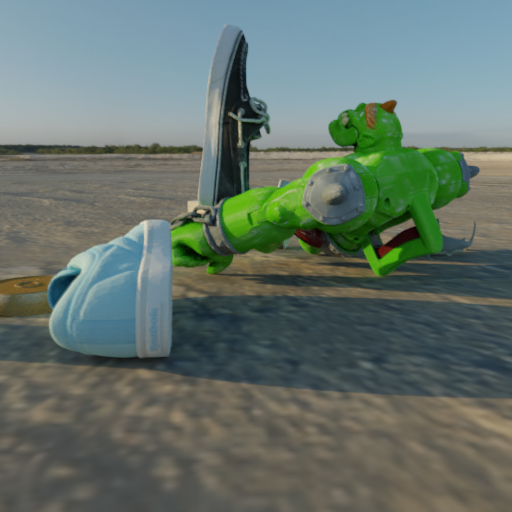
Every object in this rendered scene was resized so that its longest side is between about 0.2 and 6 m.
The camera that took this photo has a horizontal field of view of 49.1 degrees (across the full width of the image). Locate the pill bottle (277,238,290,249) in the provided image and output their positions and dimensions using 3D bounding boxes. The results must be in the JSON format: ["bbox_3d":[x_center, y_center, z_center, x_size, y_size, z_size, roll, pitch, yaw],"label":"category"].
[{"bbox_3d":[0.110,-0.443,10.209,0.973,0.517,0.517,10,13,16],"label":"pill bottle"}]

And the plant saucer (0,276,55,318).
[{"bbox_3d":[-2.634,0.430,6.461,1.289,0.228,1.289,0,10,0],"label":"plant saucer"}]

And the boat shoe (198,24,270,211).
[{"bbox_3d":[-0.238,-1.809,7.670,0.857,2.509,0.926,8,5,4],"label":"boat shoe"}]

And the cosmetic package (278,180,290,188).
[{"bbox_3d":[0.552,-0.793,9.105,0.550,0.547,0.657,15,-23,2],"label":"cosmetic package"}]

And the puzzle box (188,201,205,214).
[{"bbox_3d":[-0.396,-1.404,16.162,2.709,0.344,1.802,8,13,37],"label":"puzzle box"}]

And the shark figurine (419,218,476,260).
[{"bbox_3d":[3.155,-0.323,9.487,1.603,0.669,0.958,-3,12,-8],"label":"shark figurine"}]

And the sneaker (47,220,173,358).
[{"bbox_3d":[-1.424,0.184,5.573,1.145,1.033,2.795,2,9,-11],"label":"sneaker"}]

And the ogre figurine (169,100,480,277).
[{"bbox_3d":[1.298,-0.784,8.234,4.639,2.276,2.781,10,-16,-38],"label":"ogre figurine"}]
